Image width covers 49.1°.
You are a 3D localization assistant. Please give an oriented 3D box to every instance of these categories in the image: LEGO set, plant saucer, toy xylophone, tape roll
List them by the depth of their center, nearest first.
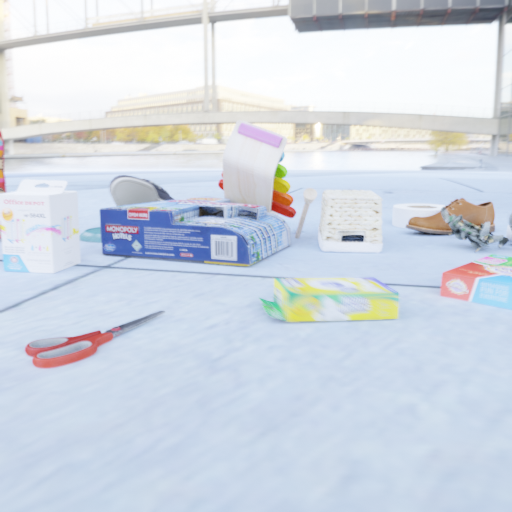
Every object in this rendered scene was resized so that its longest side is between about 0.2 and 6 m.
[{"bbox_3d":[4.715,-0.450,12.332,1.494,0.652,2.300,34,8,25],"label":"LEGO set"},{"bbox_3d":[0.214,-1.544,12.944,2.423,0.831,3.309,26,-24,2],"label":"toy xylophone"},{"bbox_3d":[-3.518,-0.539,13.598,1.557,0.213,1.557,-1,12,0],"label":"plant saucer"},{"bbox_3d":[4.562,-1.092,15.443,1.580,0.553,1.580,0,11,0],"label":"tape roll"}]

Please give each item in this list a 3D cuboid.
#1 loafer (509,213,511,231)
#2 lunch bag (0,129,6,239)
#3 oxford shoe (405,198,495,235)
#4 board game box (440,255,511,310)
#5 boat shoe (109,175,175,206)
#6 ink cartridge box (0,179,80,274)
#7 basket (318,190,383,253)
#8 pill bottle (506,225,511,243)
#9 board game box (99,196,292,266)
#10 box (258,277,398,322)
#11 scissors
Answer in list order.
[{"bbox_3d":[6.454,-0.547,11.133,2.612,0.982,0.910,16,52,29],"label":"loafer"},{"bbox_3d":[-6.812,-1.598,12.029,1.202,2.933,2.584,15,18,40],"label":"lunch bag"},{"bbox_3d":[4.930,-1.012,14.255,2.548,0.908,0.909,-6,14,-19],"label":"oxford shoe"},{"bbox_3d":[3.908,0.388,8.514,1.446,0.381,1.890,10,16,42],"label":"board game box"},{"bbox_3d":[-2.863,-1.488,14.211,0.853,0.989,2.721,50,12,27],"label":"boat shoe"},{"bbox_3d":[-3.927,-0.574,10.203,1.025,1.595,0.999,2,12,11],"label":"ink cartridge box"},{"bbox_3d":[2.060,-0.819,12.461,1.313,1.195,1.937,1,11,4],"label":"basket"},{"bbox_3d":[6.040,-0.454,12.324,0.959,0.532,0.532,6,13,27],"label":"pill bottle"},{"bbox_3d":[-1.027,-0.671,12.165,3.297,1.017,3.295,4,13,20],"label":"board game box"},{"bbox_3d":[0.920,0.566,7.556,1.708,0.413,1.002,-2,10,-7],"label":"box"},{"bbox_3d":[-1.684,0.940,6.521,0.736,0.140,2.011,8,12,44],"label":"scissors"}]
